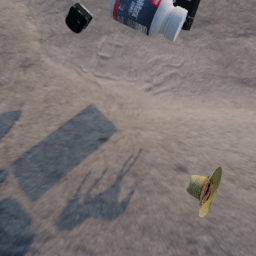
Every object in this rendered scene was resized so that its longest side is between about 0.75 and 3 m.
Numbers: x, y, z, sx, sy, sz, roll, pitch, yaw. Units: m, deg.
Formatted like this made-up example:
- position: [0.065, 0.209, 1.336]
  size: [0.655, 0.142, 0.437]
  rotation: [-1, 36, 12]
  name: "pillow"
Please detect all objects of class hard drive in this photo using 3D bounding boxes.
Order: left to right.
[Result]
- position: [1.569, -4.153, 8.467]
  size: [1.406, 2.013, 0.381]
  rotation: [29, 30, 25]
  name: "hard drive"

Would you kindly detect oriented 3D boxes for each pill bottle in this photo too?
- position: [0.390, -2.169, 5.230]
  size: [1.313, 0.785, 0.785]
  rotation: [26, 59, 5]
  name: "pill bottle"

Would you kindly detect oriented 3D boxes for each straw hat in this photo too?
- position: [1.353, 1.112, 5.268]
  size: [0.456, 1.077, 1.077]
  rotation: [18, 56, 31]
  name: "straw hat"

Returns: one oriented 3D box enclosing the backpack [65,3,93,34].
- position: [-1.553, -3.409, 8.773]
  size: [0.722, 0.813, 0.612]
  rotation: [41, 43, -9]
  name: "backpack"
